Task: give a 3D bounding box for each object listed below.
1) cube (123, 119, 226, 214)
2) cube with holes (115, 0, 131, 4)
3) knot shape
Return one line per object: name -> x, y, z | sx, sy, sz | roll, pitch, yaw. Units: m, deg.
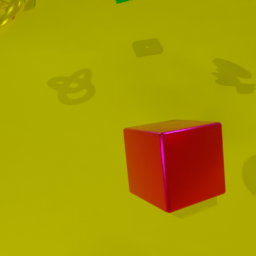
cube -> 0.662, 0.472, 4.157 | 1.053, 1.053, 1.053 | -10, 8, -28
cube with holes -> -0.040, -4.044, 7.455 | 0.891, 0.891, 0.891 | -15, 54, -2
knot shape -> -2.531, -2.447, 5.430 | 1.683, 0.778, 1.575 | -16, 59, -27
